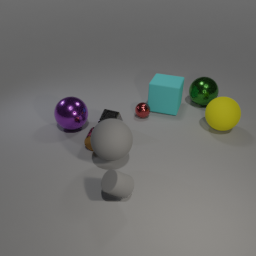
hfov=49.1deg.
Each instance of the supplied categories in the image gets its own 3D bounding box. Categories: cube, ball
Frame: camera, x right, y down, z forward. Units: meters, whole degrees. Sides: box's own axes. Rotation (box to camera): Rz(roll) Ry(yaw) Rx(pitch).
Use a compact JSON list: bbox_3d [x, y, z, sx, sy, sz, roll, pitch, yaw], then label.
[{"bbox_3d":[1.789,-1.608,13.213,1.400,1.400,1.400,11,33,15],"label":"cube"},{"bbox_3d":[3.670,-1.784,13.602,1.400,1.400,1.400,0,32,0],"label":"ball"},{"bbox_3d":[-2.362,-0.611,11.688,1.400,1.400,1.400,0,32,0],"label":"ball"},{"bbox_3d":[0.667,-0.813,12.671,0.700,0.700,0.700,0,32,0],"label":"ball"},{"bbox_3d":[-0.710,-0.258,11.529,0.700,0.700,0.700,14,64,21],"label":"cube"},{"bbox_3d":[3.895,-0.587,11.521,1.400,1.400,1.400,0,32,0],"label":"ball"},{"bbox_3d":[-0.538,0.383,9.268,1.400,1.400,1.400,0,32,0],"label":"ball"}]

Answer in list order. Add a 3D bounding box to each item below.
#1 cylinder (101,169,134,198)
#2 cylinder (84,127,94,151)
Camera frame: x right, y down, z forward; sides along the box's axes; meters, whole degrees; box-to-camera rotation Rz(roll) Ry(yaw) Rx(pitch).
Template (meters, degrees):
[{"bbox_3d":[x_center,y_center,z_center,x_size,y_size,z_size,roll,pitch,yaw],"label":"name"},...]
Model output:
[{"bbox_3d":[-0.297,1.613,8.100,0.700,0.700,0.700,29,11,-39],"label":"cylinder"},{"bbox_3d":[-1.230,0.410,10.664,0.700,0.700,0.700,5,32,8],"label":"cylinder"}]
